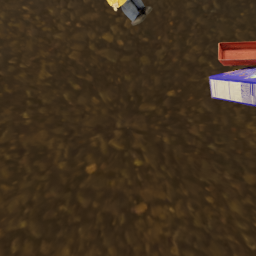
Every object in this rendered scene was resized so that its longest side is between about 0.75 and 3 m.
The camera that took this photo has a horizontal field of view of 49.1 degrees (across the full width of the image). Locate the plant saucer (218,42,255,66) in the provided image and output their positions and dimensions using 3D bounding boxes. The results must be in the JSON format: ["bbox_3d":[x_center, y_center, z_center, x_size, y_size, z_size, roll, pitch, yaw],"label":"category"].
[{"bbox_3d":[2.254,-1.433,5.428,0.968,0.178,0.966,4,35,16],"label":"plant saucer"}]

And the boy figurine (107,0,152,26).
[{"bbox_3d":[-0.146,-3.740,7.488,1.881,0.606,1.170,47,71,-28],"label":"boy figurine"}]

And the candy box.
[{"bbox_3d":[2.133,-0.731,4.714,0.982,1.161,0.447,-16,110,-19],"label":"candy box"}]
